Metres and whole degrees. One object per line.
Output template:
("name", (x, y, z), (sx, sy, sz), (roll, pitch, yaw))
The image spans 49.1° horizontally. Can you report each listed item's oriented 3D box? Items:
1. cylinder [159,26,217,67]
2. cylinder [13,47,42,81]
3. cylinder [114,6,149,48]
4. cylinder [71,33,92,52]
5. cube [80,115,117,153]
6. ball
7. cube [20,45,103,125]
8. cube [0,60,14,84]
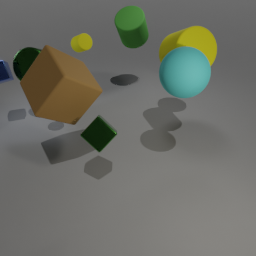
("cylinder", (1.900, -2.469, 9.089), (1.400, 1.400, 1.400), (-9, 12, -15))
("cylinder", (-3.561, -2.427, 11.107), (1.400, 1.400, 1.400), (5, 11, 7))
("cylinder", (0.196, -4.741, 13.240), (1.400, 1.400, 1.400), (-4, 71, 11))
("cylinder", (-2.001, -3.658, 12.062), (0.700, 0.700, 0.700), (-24, 18, -33))
("cube", (-0.780, 0.137, 7.630), (0.700, 0.700, 0.700), (43, 2, -6))
("ball", (1.560, -1.526, 7.744), (1.400, 1.400, 1.400), (0, 32, 0))
("cube", (-1.855, -1.138, 7.766), (1.400, 1.400, 1.400), (15, 34, -52))
("cube", (-4.776, -2.047, 10.394), (0.700, 0.700, 0.700), (-18, 9, -6))
